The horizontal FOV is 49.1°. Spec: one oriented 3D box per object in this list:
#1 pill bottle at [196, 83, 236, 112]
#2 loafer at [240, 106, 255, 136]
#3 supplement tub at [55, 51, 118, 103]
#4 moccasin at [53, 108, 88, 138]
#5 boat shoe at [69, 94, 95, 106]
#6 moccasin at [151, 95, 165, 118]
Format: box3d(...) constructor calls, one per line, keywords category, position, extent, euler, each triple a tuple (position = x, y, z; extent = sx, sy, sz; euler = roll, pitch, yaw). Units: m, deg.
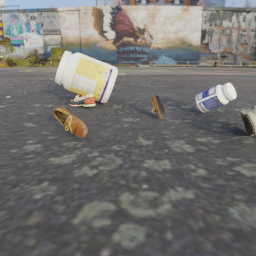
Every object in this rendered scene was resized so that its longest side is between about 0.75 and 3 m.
box3d(category="pill bottle", position=(3.185, -1.110, 10.175), extent=(0.749, 0.749, 1.295), euler=(-16, -5, -46))
box3d(category="loafer", position=(3.447, -0.199, 7.385), extent=(0.692, 0.766, 2.025), euler=(-19, 0, 18))
box3d(category="supplement tub", position=(-1.831, -2.266, 12.413), extent=(2.402, 1.746, 1.746), euler=(20, 12, -10))
box3d(category="moccasin", position=(-1.495, -0.150, 7.221), extent=(1.185, 0.433, 0.457), euler=(44, 24, 24))
box3d(category="boat shoe", position=(-1.988, -1.202, 12.043), extent=(0.580, 0.510, 1.631), euler=(-17, 16, -42))
box3d(category="moccasin", position=(1.036, -0.723, 9.935), extent=(0.341, 0.360, 0.932), euler=(5, 52, -43))
